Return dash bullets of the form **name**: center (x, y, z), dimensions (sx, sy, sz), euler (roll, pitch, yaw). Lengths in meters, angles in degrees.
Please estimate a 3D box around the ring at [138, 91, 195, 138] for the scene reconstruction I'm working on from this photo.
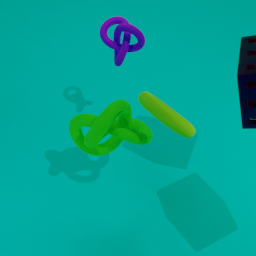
- **ring**: center (0.615, -0.218, 4.475), dimensions (1.080, 1.080, 0.216), euler (41, 102, 21)

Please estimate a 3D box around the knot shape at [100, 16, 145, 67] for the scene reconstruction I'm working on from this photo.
- **knot shape**: center (-0.202, -2.150, 6.646), dimensions (0.538, 1.164, 1.089), euler (-25, 77, -44)

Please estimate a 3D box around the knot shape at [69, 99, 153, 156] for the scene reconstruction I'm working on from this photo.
- **knot shape**: center (-0.506, 0.078, 6.105), dimensions (1.732, 1.850, 0.855), euler (-16, 74, 28)

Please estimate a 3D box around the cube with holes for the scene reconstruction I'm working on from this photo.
- **cube with holes**: center (2.849, -0.905, 5.295), dimensions (1.304, 1.304, 1.304), euler (-1, 45, 27)
